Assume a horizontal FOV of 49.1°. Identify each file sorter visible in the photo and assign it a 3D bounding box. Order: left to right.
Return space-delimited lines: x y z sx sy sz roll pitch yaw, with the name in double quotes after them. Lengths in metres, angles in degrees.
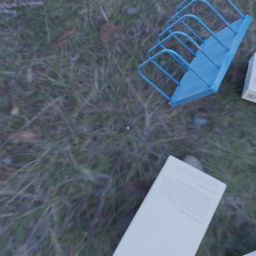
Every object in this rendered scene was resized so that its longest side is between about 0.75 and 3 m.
1.561 -2.016 6.959 1.473 1.666 2.401 37 69 -16 "file sorter"

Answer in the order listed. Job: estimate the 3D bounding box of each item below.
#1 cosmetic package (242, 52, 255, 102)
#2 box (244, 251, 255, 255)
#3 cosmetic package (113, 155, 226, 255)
4.091 -1.154 7.485 1.798 0.465 1.356 19 62 6 "cosmetic package"
2.785 3.079 5.742 1.140 0.551 1.006 -22 57 -2 "box"
0.814 2.085 5.803 1.372 0.999 2.699 28 69 18 "cosmetic package"
